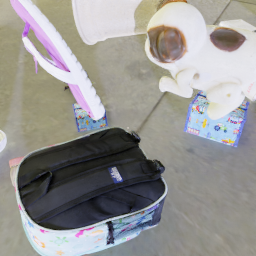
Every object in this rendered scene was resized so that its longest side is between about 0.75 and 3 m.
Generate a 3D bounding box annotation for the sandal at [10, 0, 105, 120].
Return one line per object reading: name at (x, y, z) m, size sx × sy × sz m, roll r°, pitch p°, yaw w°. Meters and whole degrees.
sandal at (-1.454, -1.239, 5.528) m, size 0.728 × 2.961 × 1.205 m, roll -40°, pitch 24°, yaw -12°

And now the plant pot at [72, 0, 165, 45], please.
plant pot at (-0.065, -3.368, 7.442) m, size 2.093 × 2.287 × 2.287 m, roll 6°, pitch 45°, yaw 13°

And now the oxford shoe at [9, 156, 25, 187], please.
oxford shoe at (-2.029, 1.124, 7.510) m, size 2.131 × 0.751 × 0.797 m, roll -7°, pitch 71°, yaw -8°

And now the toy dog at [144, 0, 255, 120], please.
toy dog at (1.638, -1.655, 6.353) m, size 2.755 × 2.671 × 1.922 m, roll 21°, pitch 71°, yaw -22°

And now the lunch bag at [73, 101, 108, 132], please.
lunch bag at (-1.274, -0.518, 9.185) m, size 0.964 × 0.602 × 1.280 m, roll -12°, pitch 34°, yaw -10°

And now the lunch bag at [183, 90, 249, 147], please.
lunch bag at (2.939, -0.554, 9.016) m, size 1.632 × 1.020 × 2.168 m, roll 18°, pitch 36°, yaw 19°

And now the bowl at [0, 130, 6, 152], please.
bowl at (-4.410, 0.572, 7.987) m, size 1.575 × 0.589 × 1.577 m, roll 23°, pitch 50°, yaw 21°

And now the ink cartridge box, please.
ink cartridge box at (4.270, -2.484, 10.089) m, size 1.081 × 1.856 × 2.567 m, roll -16°, pitch 47°, yaw -23°

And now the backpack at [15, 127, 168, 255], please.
backpack at (-0.901, 1.402, 6.036) m, size 2.790 × 2.100 × 2.477 m, roll -11°, pitch 44°, yaw -28°

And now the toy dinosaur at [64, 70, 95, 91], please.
toy dinosaur at (-1.837, -1.802, 10.386) m, size 1.032 × 0.776 × 2.017 m, roll 4°, pitch 37°, yaw -15°
